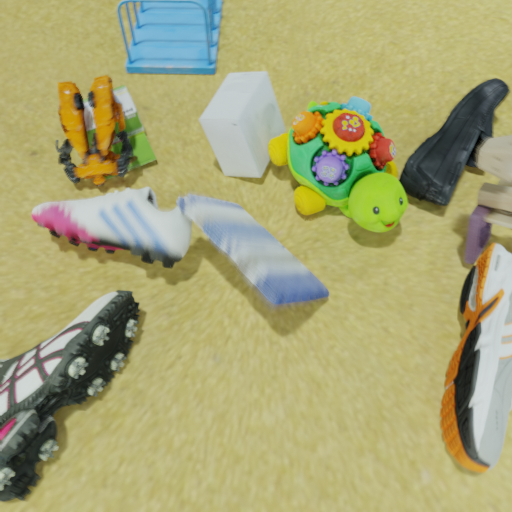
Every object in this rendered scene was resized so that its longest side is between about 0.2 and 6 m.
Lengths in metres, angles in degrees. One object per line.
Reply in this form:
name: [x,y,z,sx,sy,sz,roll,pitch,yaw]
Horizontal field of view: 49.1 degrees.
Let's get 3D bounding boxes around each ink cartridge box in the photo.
ink cartridge box: [-2.487,-2.135,9.703,1.094,0.561,1.480,-24,58,-8]

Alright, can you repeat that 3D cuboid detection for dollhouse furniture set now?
dollhouse furniture set: [4.414,-1.087,8.041,1.788,1.996,2.519,19,46,32]

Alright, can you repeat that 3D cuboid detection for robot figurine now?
robot figurine: [-2.663,-2.009,9.204,1.254,0.504,1.730,-6,97,5]

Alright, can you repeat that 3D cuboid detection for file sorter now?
file sorter: [-1.655,-5.058,11.168,1.758,1.554,2.534,1,55,0]

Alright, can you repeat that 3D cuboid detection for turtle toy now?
turtle toy: [1.441,-1.454,8.777,1.870,1.297,2.565,-21,72,-15]

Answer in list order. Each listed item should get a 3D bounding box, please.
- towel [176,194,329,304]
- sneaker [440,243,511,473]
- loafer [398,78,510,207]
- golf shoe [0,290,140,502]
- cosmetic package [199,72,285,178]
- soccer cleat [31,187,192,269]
towel: [-0.025,-0.097,7.794,2.115,1.553,0.252,44,110,22]
sneaker: [3.344,1.272,7.117,1.458,1.200,3.169,20,59,8]
loafer: [3.517,-1.900,9.411,1.014,0.980,2.887,37,67,16]
golf shoe: [-2.667,1.464,7.001,1.310,1.148,2.974,23,58,22]
cosmetic package: [-0.196,-2.164,9.293,0.757,1.228,1.232,6,53,27]
soccer cleat: [-2.053,-0.567,8.221,2.445,0.854,1.055,14,76,12]
